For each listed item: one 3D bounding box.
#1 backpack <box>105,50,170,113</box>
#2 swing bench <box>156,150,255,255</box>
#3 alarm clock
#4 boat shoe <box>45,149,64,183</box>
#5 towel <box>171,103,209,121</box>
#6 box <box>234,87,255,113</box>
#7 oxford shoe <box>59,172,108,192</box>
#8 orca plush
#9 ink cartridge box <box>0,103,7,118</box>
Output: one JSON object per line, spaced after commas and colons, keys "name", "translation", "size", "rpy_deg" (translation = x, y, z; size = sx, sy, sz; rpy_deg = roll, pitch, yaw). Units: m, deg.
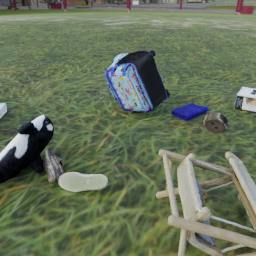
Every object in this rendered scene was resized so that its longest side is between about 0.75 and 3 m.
{"name": "backpack", "translation": [0.055, -1.733, 10.725], "size": [1.628, 2.210, 2.420], "rpy_deg": [-42, 32, -28]}
{"name": "swing bench", "translation": [1.672, 1.508, 5.316], "size": [2.114, 1.371, 2.102], "rpy_deg": [1, 27, 1]}
{"name": "alarm clock", "translation": [2.677, -0.113, 8.878], "size": [1.048, 0.707, 0.349], "rpy_deg": [-20, 30, 51]}
{"name": "boat shoe", "translation": [-1.937, 0.985, 7.388], "size": [0.440, 0.447, 1.201], "rpy_deg": [-1, 34, -24]}
{"name": "towel", "translation": [2.318, -0.600, 10.514], "size": [1.183, 0.293, 0.874], "rpy_deg": [-20, 27, -32]}
{"name": "box", "translation": [5.312, -1.011, 10.902], "size": [1.997, 0.600, 1.164], "rpy_deg": [15, 31, 26]}
{"name": "oxford shoe", "translation": [-1.067, 1.315, 6.790], "size": [1.268, 0.477, 0.366], "rpy_deg": [-2, -14, 12]}
{"name": "orca plush", "translation": [-2.608, 0.758, 7.134], "size": [1.033, 1.529, 2.906], "rpy_deg": [35, 27, -2]}
{"name": "ink cartridge box", "translation": [-5.255, -0.460, 9.999], "size": [1.312, 0.408, 1.630], "rpy_deg": [-1, 22, -3]}
